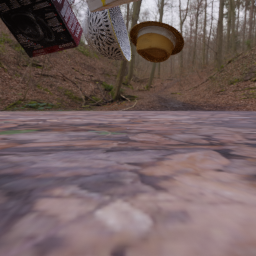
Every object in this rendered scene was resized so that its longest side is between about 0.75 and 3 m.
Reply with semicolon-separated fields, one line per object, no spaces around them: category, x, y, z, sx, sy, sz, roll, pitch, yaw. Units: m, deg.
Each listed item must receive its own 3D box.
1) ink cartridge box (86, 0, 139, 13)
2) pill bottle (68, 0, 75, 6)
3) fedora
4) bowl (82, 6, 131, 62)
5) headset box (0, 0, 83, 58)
ink cartridge box;0.097;-3.554;5.695;1.735;1.704;2.356;-24;22;-22
pill bottle;-2.061;-4.396;9.489;0.469;0.469;0.822;0;22;-4
fedora;0.974;-2.959;10.117;2.029;0.828;2.029;14;-20;5
bowl;-0.743;-3.037;8.644;1.066;2.272;2.272;-13;1;13
headset box;-2.859;-3.573;9.136;1.979;1.027;2.659;-7;-38;19
